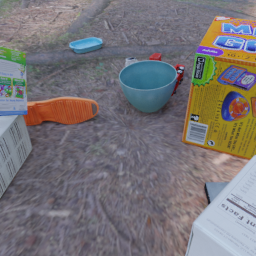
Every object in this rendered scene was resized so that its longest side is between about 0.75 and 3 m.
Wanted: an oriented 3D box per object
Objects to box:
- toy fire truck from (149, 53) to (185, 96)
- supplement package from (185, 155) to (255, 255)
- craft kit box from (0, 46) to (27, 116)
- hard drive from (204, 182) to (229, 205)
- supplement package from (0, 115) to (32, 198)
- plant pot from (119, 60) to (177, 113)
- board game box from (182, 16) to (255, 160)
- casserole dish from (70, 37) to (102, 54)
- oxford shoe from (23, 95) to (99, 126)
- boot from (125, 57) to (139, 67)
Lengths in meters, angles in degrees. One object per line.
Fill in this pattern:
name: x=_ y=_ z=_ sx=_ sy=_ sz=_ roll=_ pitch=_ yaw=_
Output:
toy fire truck: x=1.369 y=-2.168 z=11.093 sx=1.610 sy=0.556 sz=2.282 roll=15 pitch=42 yaw=18
supplement package: x=2.009 y=2.281 z=3.797 sx=2.210 sy=2.838 sz=1.574 roll=32 pitch=49 yaw=33
craft kit box: x=-2.868 y=-1.028 z=6.223 sx=0.376 sy=1.531 sz=1.550 roll=5 pitch=6 yaw=17
hard drive: x=2.605 y=1.715 z=6.574 sx=1.416 sy=0.233 sz=0.988 roll=0 pitch=39 yaw=0
supplement package: x=-3.791 y=0.578 z=7.021 sx=1.843 sy=1.418 sz=1.928 roll=7 pitch=40 yaw=9
plant pot: x=0.688 y=-1.259 z=9.366 sx=1.860 sy=1.252 sz=1.860 roll=-4 pitch=40 yaw=3
board game box: x=3.434 y=-1.151 z=7.983 sx=2.873 sy=2.876 sz=2.874 roll=15 pitch=42 yaw=18
casserole dish: x=-2.003 y=-3.962 z=13.491 sx=1.667 sy=0.323 sz=1.010 roll=-24 pitch=45 yaw=-26
oxford shoe: x=-2.300 y=-0.745 z=9.063 sx=2.728 sy=0.973 sz=0.994 roll=-2 pitch=34 yaw=-2
boot: x=0.342 y=-2.805 z=11.972 sx=0.910 sy=0.435 sz=0.335 roll=-6 pitch=40 yaw=-7
